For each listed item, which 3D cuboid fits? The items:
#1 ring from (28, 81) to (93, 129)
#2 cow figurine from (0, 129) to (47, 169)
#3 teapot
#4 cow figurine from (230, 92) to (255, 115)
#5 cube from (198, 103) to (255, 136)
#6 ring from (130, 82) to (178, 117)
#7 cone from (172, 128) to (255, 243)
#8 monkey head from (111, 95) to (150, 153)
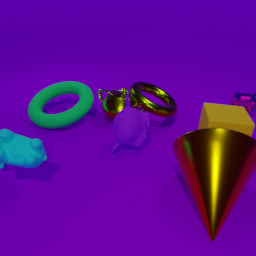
[{"bbox_3d":[-1.941,-0.710,8.110,1.912,0.382,1.912,-7,43,6],"label":"ring"},{"bbox_3d":[-2.275,0.480,5.667,1.325,1.304,0.728,15,72,-3],"label":"cow figurine"},{"bbox_3d":[-0.122,-0.691,7.906,1.760,0.862,1.095,23,24,21],"label":"teapot"},{"bbox_3d":[3.710,-0.891,8.582,1.101,0.604,1.083,14,43,17],"label":"cow figurine"},{"bbox_3d":[2.210,0.075,6.527,0.970,0.970,0.970,7,28,3],"label":"cube"},{"bbox_3d":[0.726,-0.814,7.830,1.478,0.296,1.478,21,31,-13],"label":"ring"},{"bbox_3d":[1.532,1.160,4.974,1.675,1.675,1.681,7,58,11],"label":"cone"},{"bbox_3d":[0.041,-0.038,6.824,0.860,1.427,1.026,15,0,-5],"label":"monkey head"}]
